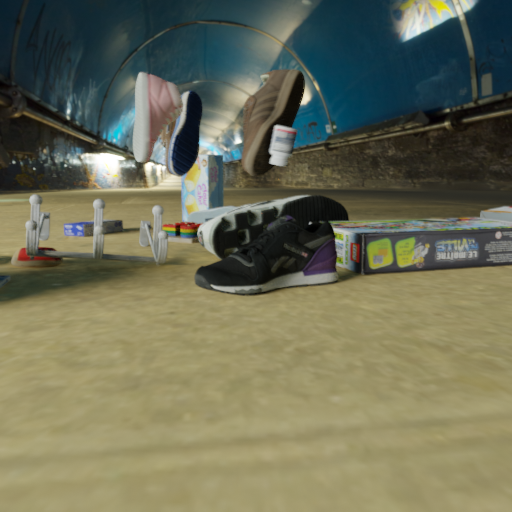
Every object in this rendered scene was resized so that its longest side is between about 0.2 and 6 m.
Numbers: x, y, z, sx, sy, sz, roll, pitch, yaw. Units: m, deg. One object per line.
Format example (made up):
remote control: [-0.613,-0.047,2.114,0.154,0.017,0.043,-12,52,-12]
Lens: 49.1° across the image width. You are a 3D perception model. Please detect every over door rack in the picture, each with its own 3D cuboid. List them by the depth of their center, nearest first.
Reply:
over door rack: [-3.196,-0.603,11.242,2.489,1.122,3.370,4,7,-18]

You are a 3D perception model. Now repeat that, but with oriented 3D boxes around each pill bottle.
pill bottle: [0.554,-2.319,11.850,0.478,0.800,0.478,12,13,-3]

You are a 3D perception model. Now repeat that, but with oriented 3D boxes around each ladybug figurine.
ladybug figurine: [-4.064,0.020,10.413,0.949,0.341,0.644,0,9,-1]

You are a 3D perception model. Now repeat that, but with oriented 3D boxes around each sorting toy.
sorting toy: [-1.720,-0.622,14.261,1.192,0.417,1.199,6,10,32]

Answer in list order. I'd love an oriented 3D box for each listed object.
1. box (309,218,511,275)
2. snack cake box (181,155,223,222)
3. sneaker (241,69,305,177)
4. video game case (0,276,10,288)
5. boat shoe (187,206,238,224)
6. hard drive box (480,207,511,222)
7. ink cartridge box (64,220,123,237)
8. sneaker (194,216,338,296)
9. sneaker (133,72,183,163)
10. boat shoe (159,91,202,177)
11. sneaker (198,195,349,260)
box: [3.356,-0.269,11.033,4.111,0.714,2.262,-3,9,-19]
snack cake box: [-1.774,-2.211,18.498,1.285,2.235,0.751,8,12,41]
sneaker: [0.165,-3.044,12.793,1.101,2.914,1.026,12,-27,28]
video game case: [-4.314,0.425,8.609,0.850,0.101,0.774,-2,9,-11]
boat shoe: [-0.860,-1.091,16.041,2.162,0.765,0.981,3,13,31]
hard drive box: [6.731,-0.779,14.160,1.547,0.762,1.985,8,11,37]
ink cartridge box: [-4.493,-0.786,15.557,0.727,0.342,1.546,4,10,27]
sneaker: [0.167,-0.066,8.526,2.488,1.089,0.942,-6,11,-35]
sneaker: [-2.070,-2.930,12.090,1.049,2.008,0.756,6,-15,-28]
boat shoe: [-2.091,-3.210,15.156,0.922,2.546,0.920,-9,-30,36]
sneaker: [0.346,-0.665,11.819,3.364,1.246,1.489,-5,11,-26]
